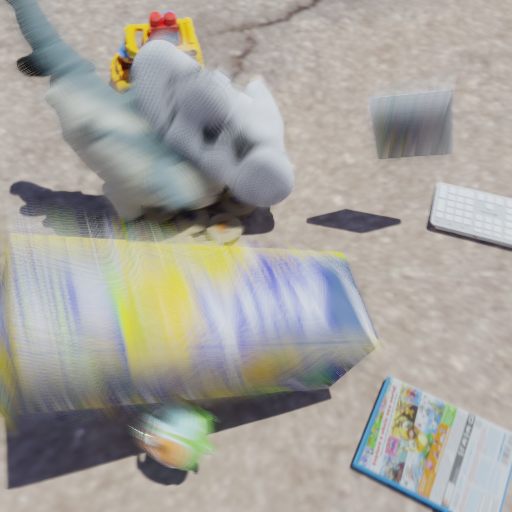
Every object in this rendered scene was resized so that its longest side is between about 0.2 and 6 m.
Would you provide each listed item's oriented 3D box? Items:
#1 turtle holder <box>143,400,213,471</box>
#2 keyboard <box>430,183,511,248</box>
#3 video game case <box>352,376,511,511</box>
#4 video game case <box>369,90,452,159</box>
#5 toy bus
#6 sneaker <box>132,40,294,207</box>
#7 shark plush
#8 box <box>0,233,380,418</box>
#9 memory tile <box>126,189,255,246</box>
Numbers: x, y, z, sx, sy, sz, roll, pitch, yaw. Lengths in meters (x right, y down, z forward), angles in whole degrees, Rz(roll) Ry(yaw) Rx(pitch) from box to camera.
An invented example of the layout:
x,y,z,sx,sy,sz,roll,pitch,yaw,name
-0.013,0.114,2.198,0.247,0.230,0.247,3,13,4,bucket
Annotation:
x,y,z,sx,sy,sz,roll,pitch,yaw,name
-1.097,2.368,7.810,0.791,0.847,1.115,25,56,-25,turtle holder
5.096,-0.485,10.061,3.820,0.204,1.075,15,62,8,keyboard
2.639,2.863,8.190,2.070,0.184,1.481,24,64,12,video game case
2.414,-1.998,8.675,1.181,1.297,0.143,-1,60,18,video game case
-2.034,-3.987,11.073,1.977,1.897,1.341,-10,62,-4,toy bus
-0.633,-2.403,9.304,1.254,3.338,1.918,-31,37,26,sneaker
-2.303,-2.257,9.074,4.389,1.994,1.828,43,63,-18,shark plush
-0.787,0.868,7.261,4.599,1.478,1.611,3,52,-29,box
-1.056,-0.917,10.286,1.938,0.212,2.528,18,61,10,memory tile
